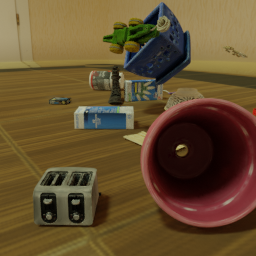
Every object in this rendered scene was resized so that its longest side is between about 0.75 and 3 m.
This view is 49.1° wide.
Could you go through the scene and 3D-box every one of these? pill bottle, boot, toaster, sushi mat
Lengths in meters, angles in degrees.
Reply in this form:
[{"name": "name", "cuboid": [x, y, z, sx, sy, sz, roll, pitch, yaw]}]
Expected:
[{"name": "pill bottle", "cuboid": [-1.444, -3.276, 19.283, 2.203, 1.277, 1.277, 3, 18, 12]}, {"name": "boot", "cuboid": [-0.725, -2.441, 15.455, 0.785, 1.975, 2.269, -1, 17, -3]}, {"name": "toaster", "cuboid": [-1.159, 1.317, 5.593, 1.122, 0.736, 1.240, 1, 17, 1]}, {"name": "sushi mat", "cuboid": [0.828, 0.471, 9.313, 0.972, 0.123, 2.032, -15, 23, -36]}]

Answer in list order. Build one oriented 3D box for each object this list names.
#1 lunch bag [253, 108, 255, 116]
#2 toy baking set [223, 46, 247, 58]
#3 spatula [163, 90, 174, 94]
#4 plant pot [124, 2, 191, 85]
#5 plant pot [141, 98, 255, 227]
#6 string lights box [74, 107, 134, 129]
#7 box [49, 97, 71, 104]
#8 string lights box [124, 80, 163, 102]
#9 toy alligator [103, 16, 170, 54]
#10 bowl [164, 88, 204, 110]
[{"name": "lunch bag", "cuboid": [6.012, -0.522, 11.161, 1.909, 0.888, 2.167, 7, 19, 20]}, {"name": "toy baking set", "cuboid": [4.186, -2.957, 10.883, 0.799, 0.121, 1.042, 23, 12, -18]}, {"name": "spatula", "cuboid": [2.452, -2.394, 18.297, 1.895, 0.195, 0.536, 15, 21, 40]}, {"name": "plant pot", "cuboid": [1.454, -3.559, 12.547, 2.196, 2.443, 2.443, 29, 48, -25]}, {"name": "plant pot", "cuboid": [1.390, 0.574, 5.868, 2.327, 2.327, 2.083, 0, 3, -1]}, {"name": "string lights box", "cuboid": [-0.919, -0.440, 11.256, 2.293, 0.676, 1.178, 0, 17, 0]}, {"name": "box", "cuboid": [-3.709, -1.491, 15.345, 1.017, 0.234, 0.808, 2, 18, 8]}, {"name": "string lights box", "cuboid": [0.886, -2.161, 16.000, 2.170, 1.115, 0.640, -5, 18, -17]}, {"name": "toy alligator", "cuboid": [0.319, -2.914, 8.908, 0.714, 0.985, 2.972, 10, 1, -43]}, {"name": "bowl", "cuboid": [2.900, -1.420, 13.839, 2.166, 1.017, 2.166, 0, 17, 0]}]
